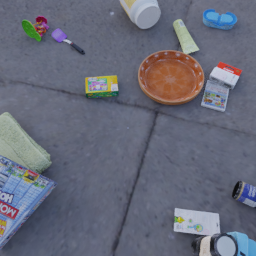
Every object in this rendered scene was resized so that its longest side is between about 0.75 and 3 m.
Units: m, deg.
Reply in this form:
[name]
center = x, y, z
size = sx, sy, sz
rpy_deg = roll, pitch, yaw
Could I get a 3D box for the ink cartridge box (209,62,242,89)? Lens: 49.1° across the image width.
[ink cartridge box]
center = 4.086, -2.284, 11.606
size = 1.048, 0.368, 1.289
rpy_deg = 28, 64, 16

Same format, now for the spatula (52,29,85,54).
[spatula]
center = -2.651, -3.836, 12.579
size = 1.905, 0.196, 0.538
rpy_deg = 37, 69, 18

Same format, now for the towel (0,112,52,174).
[towel]
center = -4.241, 0.902, 9.705
size = 2.856, 0.521, 2.119
rpy_deg = 42, 75, 17

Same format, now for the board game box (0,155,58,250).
[board game box]
center = -3.914, 2.271, 8.540
size = 2.533, 0.781, 2.531
rpy_deg = 25, 76, 2

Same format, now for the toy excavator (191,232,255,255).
[toy excavator]
center = 3.466, 3.699, 8.004
size = 2.958, 1.477, 2.876
rpy_deg = 19, 62, -5

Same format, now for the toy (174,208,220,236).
[toy]
center = 2.130, 3.001, 8.759
size = 1.373, 0.324, 0.790
rpy_deg = 7, 44, 6

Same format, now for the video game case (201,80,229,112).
[video game case]
center = 3.523, -1.310, 11.255
size = 0.923, 0.116, 1.290
rpy_deg = 17, 63, 8

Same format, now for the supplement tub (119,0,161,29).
[supplement tub]
center = 0.527, -5.685, 12.883
size = 1.416, 1.416, 1.948
rpy_deg = -22, 64, -11

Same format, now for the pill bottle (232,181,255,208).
[pill bottle]
center = 4.017, 2.208, 9.039
size = 1.126, 0.629, 0.629
rpy_deg = 23, 64, 10

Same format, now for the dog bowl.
[dog bowl]
center = 4.261, -5.072, 13.139
size = 1.557, 0.386, 0.868
rpy_deg = 14, 63, 7

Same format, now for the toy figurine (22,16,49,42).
[toy figurine]
center = -4.043, -4.645, 12.792
size = 1.137, 0.854, 1.047
rpy_deg = 43, 58, -3

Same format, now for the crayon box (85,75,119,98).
[crayon box]
center = -1.054, -1.664, 11.291
size = 1.310, 0.382, 0.778
rpy_deg = -5, 62, -3

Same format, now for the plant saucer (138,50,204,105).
[plant saucer]
center = 1.748, -2.062, 11.491
size = 2.668, 0.431, 2.668
rpy_deg = 0, 61, 1

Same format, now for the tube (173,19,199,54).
[tube]
center = 2.527, -4.081, 12.610
size = 0.468, 0.523, 1.804
rpy_deg = 6, 56, -42
